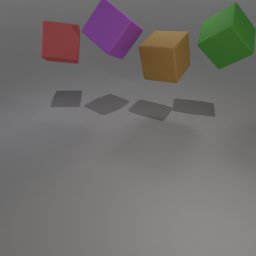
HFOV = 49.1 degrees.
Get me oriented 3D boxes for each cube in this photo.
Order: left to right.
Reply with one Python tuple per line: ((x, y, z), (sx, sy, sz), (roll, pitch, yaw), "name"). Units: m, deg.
((-2.721, -3.467, 11.520), (1.400, 1.400, 1.400), (3, 8, -8), "cube")
((-0.541, -3.583, 10.287), (1.400, 1.400, 1.400), (43, 18, 12), "cube")
((1.415, -2.700, 10.545), (1.400, 1.400, 1.400), (12, 45, 29), "cube")
((3.583, -3.285, 10.129), (1.400, 1.400, 1.400), (-21, 41, 47), "cube")
